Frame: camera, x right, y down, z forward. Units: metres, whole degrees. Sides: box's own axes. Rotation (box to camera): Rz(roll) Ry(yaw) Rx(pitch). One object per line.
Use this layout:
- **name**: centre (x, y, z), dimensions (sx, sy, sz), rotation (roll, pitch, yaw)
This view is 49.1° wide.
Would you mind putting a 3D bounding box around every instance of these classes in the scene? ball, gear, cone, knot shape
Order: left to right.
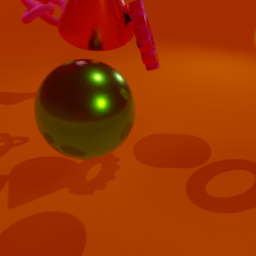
- **knot shape**: centre (-1.742, -2.501, 5.950), dimensions (1.035, 0.511, 1.106), rotation (-4, 39, -25)
- **ball**: centre (-0.556, -0.241, 3.725), dimensions (1.320, 1.320, 1.320), rotation (0, 30, 0)
- **cone**: centre (-0.502, -2.247, 4.514), dimensions (1.399, 1.404, 1.399), rotation (3, 54, -4)
- **gear**: centre (0.313, -1.667, 5.128), dimensions (0.231, 1.250, 1.250), rotation (-14, 28, 12)

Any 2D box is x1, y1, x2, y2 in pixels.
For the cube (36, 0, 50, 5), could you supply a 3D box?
- **cube**: centre (-1.406, -2.780, 4.042), dimensions (1.122, 1.122, 1.122), rotation (27, 64, -4)

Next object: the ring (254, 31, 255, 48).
- **ring**: centre (3.072, -1.782, 4.780), dimensions (1.744, 1.744, 0.349), rotation (-4, 62, -7)
